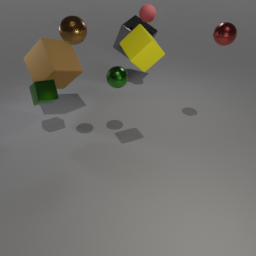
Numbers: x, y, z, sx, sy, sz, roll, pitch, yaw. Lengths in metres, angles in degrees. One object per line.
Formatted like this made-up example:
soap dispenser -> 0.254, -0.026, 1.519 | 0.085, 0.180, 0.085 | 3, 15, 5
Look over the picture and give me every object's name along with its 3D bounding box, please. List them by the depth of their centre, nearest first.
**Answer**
cube -> 0.351, -1.970, 6.961 | 0.700, 0.700, 0.700 | 23, 33, -54
ball -> -1.378, -2.456, 7.048 | 0.700, 0.700, 0.700 | 0, 32, 0
ball -> 3.003, -2.907, 8.672 | 0.700, 0.700, 0.700 | 0, 32, 0
ball -> -0.342, -1.612, 8.907 | 0.700, 0.700, 0.700 | 0, 32, 0
cube -> -2.885, -1.210, 9.604 | 0.700, 0.700, 0.700 | -15, 2, -34
cube -> -2.884, -2.438, 10.837 | 1.400, 1.400, 1.400 | -31, -11, 37
ball -> 0.809, -4.721, 11.547 | 0.700, 0.700, 0.700 | 0, 32, 0
cube -> 0.350, -4.381, 13.797 | 1.400, 1.400, 1.400 | 36, 50, 2
